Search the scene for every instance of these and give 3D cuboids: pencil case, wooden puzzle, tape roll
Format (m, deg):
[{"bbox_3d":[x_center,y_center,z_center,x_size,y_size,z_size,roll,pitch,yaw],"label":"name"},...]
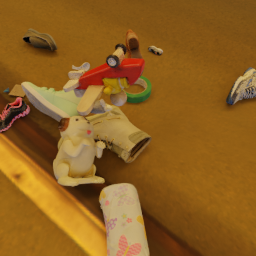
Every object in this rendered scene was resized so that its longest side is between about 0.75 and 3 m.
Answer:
[{"bbox_3d":[-0.137,3.021,8.177,1.272,1.165,2.804,-15,50,3],"label":"pencil case"},{"bbox_3d":[-4.952,-1.687,12.836,1.249,0.146,0.843,15,47,12],"label":"wooden puzzle"},{"bbox_3d":[0.289,-1.804,12.769,1.555,0.374,1.555,0,49,0],"label":"tape roll"}]

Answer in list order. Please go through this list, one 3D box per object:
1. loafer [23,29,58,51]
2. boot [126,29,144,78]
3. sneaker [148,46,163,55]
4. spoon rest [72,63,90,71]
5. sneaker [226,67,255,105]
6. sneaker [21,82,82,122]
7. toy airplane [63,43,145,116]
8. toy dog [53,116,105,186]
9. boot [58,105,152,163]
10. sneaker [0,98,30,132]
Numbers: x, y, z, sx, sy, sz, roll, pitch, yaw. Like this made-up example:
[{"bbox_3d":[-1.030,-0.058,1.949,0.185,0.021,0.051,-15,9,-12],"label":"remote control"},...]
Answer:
[{"bbox_3d":[-4.688,-4.532,14.848,2.376,0.894,0.828,26,62,30],"label":"loafer"},{"bbox_3d":[0.172,-2.725,10.223,0.615,1.603,1.245,-13,33,2],"label":"boot"},{"bbox_3d":[1.409,-4.068,14.738,0.825,0.305,0.327,23,58,18],"label":"sneaker"},{"bbox_3d":[-1.926,-2.529,11.659,0.768,0.381,0.233,-13,41,-32],"label":"spoon rest"},{"bbox_3d":[5.308,-1.778,12.386,1.098,0.993,2.577,36,59,21],"label":"sneaker"},{"bbox_3d":[-3.027,-1.400,11.950,2.899,1.067,1.710,33,62,13],"label":"sneaker"},{"bbox_3d":[-0.764,-1.376,8.990,2.493,1.759,2.483,-40,27,-8],"label":"toy airplane"},{"bbox_3d":[-1.699,0.699,9.510,1.551,2.222,2.155,6,-3,-37],"label":"toy dog"},{"bbox_3d":[-0.845,0.527,10.367,2.960,1.067,2.289,-33,58,-26],"label":"boot"},{"bbox_3d":[-4.897,-0.601,11.447,0.710,0.857,1.798,30,58,21],"label":"sneaker"}]
